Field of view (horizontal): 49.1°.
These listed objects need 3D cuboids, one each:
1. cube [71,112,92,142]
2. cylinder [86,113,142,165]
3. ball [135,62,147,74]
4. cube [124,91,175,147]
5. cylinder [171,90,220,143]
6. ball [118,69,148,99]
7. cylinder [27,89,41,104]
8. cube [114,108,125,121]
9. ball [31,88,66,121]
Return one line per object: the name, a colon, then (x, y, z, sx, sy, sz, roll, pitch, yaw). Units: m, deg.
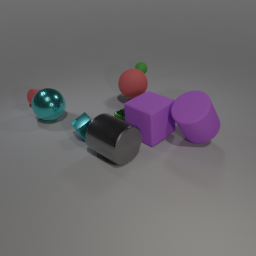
cube: (-1.626, -0.038, 10.710, 0.700, 0.700, 0.700, -39, 40, -7)
cylinder: (-0.482, 0.360, 9.562, 1.400, 1.400, 1.400, 24, 38, 35)
ball: (0.739, -3.337, 15.701, 0.700, 0.700, 0.700, 0, 30, 0)
cube: (0.856, -0.395, 10.725, 1.400, 1.400, 1.400, -31, 40, -34)
cylinder: (2.424, -0.382, 9.974, 1.400, 1.400, 1.400, -17, 51, 22)
ball: (0.237, -2.100, 13.264, 1.400, 1.400, 1.400, 0, 30, 0)
cylinder: (-4.261, -1.475, 13.189, 0.700, 0.700, 0.700, 22, 14, 32)
cube: (-0.073, -0.334, 11.456, 0.700, 0.700, 0.700, 26, 39, 37)
ball: (-3.358, -0.994, 11.883, 1.400, 1.400, 1.400, 0, 30, 0)
